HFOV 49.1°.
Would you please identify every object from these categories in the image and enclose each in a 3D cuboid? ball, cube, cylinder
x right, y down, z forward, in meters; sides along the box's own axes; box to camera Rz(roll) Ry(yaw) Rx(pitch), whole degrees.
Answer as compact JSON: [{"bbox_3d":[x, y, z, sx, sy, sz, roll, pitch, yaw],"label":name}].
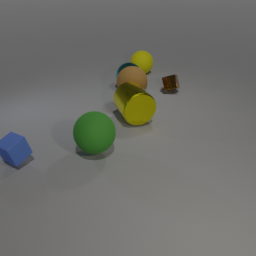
[{"bbox_3d":[-1.102,0.147,9.232,1.400,1.400,1.400,0,29,0],"label":"ball"},{"bbox_3d":[0.851,-4.039,17.245,1.400,1.400,1.400,0,29,0],"label":"ball"},{"bbox_3d":[0.057,-2.781,14.921,1.400,1.400,1.400,0,29,0],"label":"ball"},{"bbox_3d":[-3.602,0.654,8.825,0.700,0.700,0.700,16,46,31],"label":"cube"},{"bbox_3d":[0.254,-1.029,11.518,1.400,1.400,1.400,-10,32,-17],"label":"cylinder"},{"bbox_3d":[0.181,-2.067,12.611,1.400,1.400,1.400,0,29,0],"label":"ball"},{"bbox_3d":[2.225,-2.337,14.487,0.700,0.700,0.700,-11,4,21],"label":"cube"}]
